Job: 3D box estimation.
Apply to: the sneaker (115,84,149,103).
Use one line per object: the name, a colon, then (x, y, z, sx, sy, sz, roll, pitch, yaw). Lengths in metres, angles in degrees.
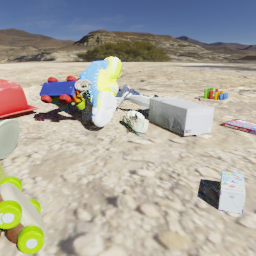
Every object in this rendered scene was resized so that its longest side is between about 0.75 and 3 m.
sneaker: (0.153, -1.890, 15.048, 2.140, 0.904, 0.802, 7, 18, 21)

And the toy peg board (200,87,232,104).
toy peg board: (4.809, -1.825, 15.273, 1.323, 0.650, 1.329, 12, 21, 36)

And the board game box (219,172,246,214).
board game box: (2.009, 1.233, 5.432, 0.435, 0.427, 0.829, 6, 18, 19)

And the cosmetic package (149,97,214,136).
cosmetic package: (1.855, -0.487, 10.202, 1.238, 1.045, 2.317, -6, 15, -29)

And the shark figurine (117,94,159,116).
shark figurine: (0.562, -0.947, 12.179, 2.373, 0.990, 1.418, 13, -14, 16)

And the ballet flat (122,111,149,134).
ballet flat: (0.267, -0.314, 10.261, 0.666, 0.666, 1.918, -6, 17, -18)

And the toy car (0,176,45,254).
toy car: (-2.022, 1.535, 4.163, 1.305, 1.030, 1.072, -34, 21, -10)

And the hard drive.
hard drive: (-2.226, -1.636, 11.746, 2.127, 0.350, 1.484, -33, 1, -4)

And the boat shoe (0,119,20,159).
boat shoe: (-3.658, 0.437, 7.008, 0.883, 1.045, 2.933, 5, 19, 3)

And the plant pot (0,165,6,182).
plant pot: (-2.990, 1.043, 4.389, 1.738, 1.738, 1.858, 14, 8, 39)

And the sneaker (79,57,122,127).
sneaker: (-1.141, -1.330, 10.222, 1.459, 2.778, 1.052, 5, -25, 20)

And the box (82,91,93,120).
box: (-1.481, -1.081, 12.031, 0.573, 1.112, 1.907, 4, 16, 4)

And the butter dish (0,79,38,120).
butter dish: (-5.610, -1.444, 11.723, 2.640, 1.951, 2.633, 10, 18, 31)

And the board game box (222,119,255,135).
board game box: (4.432, -0.021, 10.084, 0.921, 0.174, 1.789, -11, 20, -36)

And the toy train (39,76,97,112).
toy train: (-1.855, -1.116, 9.990, 2.292, 0.970, 1.326, 1, -27, 23)
